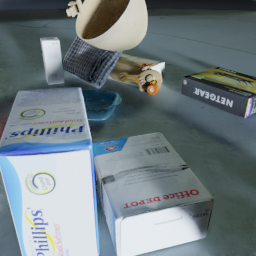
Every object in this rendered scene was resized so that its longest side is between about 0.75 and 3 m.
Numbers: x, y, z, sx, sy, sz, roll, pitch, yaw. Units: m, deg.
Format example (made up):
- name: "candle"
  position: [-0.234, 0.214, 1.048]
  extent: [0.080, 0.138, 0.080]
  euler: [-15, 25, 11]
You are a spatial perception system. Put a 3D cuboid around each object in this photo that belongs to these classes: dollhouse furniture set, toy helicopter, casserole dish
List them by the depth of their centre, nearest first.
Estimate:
- name: "dollhouse furniture set"
  position: [-1.479, -3.546, 7.647]
  extent: [0.757, 1.204, 1.362]
  euler: [-7, 40, 12]
- name: "casserole dish"
  position: [-1.624, -0.833, 9.806]
  extent: [2.841, 0.551, 1.721]
  euler: [5, 29, 10]
- name: "toy helicopter"
  position: [0.476, -2.110, 11.462]
  extent: [1.838, 1.216, 0.725]
  euler: [9, 29, 16]

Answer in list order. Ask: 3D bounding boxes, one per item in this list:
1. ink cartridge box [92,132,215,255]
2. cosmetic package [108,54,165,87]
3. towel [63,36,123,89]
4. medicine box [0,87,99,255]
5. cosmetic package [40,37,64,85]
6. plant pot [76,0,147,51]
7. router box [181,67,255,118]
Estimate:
- name: "ink cartridge box"
  position: [0.305, 1.158, 5.603]
  extent: [1.717, 0.991, 2.366]
  euler: [-8, 29, -14]
- name: "cosmetic package"
  position: [0.222, -2.645, 12.765]
  extent: [2.607, 0.927, 1.372]
  euler: [20, 34, 32]
- name: "towel"
  position: [-1.422, -3.442, 12.303]
  extent: [1.257, 2.936, 2.431]
  euler: [31, 0, -44]
- name: "medicine box"
  position: [-1.311, 0.718, 5.101]
  extent: [1.264, 2.238, 2.457]
  euler: [-6, 29, -11]
- name: "cosmetic package"
  position: [-3.337, -2.974, 12.381]
  extent: [0.762, 1.879, 1.060]
  euler: [-8, 26, -17]
- name: "plant pot"
  position: [-0.269, -3.272, 8.579]
  extent: [2.247, 2.247, 1.508]
  euler: [31, 2, 44]
- name: "router box"
  position: [3.901, -1.479, 10.740]
  extent: [2.306, 0.766, 2.933]
  euler: [-20, 34, -33]
